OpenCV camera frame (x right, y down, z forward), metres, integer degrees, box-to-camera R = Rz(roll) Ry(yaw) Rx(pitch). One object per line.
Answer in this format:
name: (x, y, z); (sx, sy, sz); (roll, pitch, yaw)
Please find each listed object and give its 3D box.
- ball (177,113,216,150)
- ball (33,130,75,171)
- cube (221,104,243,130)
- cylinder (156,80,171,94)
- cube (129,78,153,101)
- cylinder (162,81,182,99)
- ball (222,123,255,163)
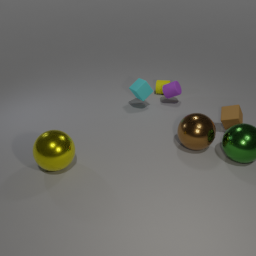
ball: (2.550, 0.134, 10.455); (1.400, 1.400, 1.400); (0, 32, 0)
ball: (-2.491, 0.754, 9.471); (1.400, 1.400, 1.400); (0, 32, 0)
cube: (4.206, -0.434, 11.332); (0.700, 0.700, 0.700); (-7, 53, 32)
cylinder: (1.861, -2.165, 14.793); (0.700, 0.700, 0.700); (6, 32, 15)
cube: (0.616, -1.799, 13.113); (0.700, 0.700, 0.700); (-45, 33, -5)
cylinder: (2.144, -1.863, 13.627); (0.700, 0.700, 0.700); (-17, 21, 32)
ball: (4.037, 0.532, 9.850); (1.400, 1.400, 1.400); (0, 32, 0)
